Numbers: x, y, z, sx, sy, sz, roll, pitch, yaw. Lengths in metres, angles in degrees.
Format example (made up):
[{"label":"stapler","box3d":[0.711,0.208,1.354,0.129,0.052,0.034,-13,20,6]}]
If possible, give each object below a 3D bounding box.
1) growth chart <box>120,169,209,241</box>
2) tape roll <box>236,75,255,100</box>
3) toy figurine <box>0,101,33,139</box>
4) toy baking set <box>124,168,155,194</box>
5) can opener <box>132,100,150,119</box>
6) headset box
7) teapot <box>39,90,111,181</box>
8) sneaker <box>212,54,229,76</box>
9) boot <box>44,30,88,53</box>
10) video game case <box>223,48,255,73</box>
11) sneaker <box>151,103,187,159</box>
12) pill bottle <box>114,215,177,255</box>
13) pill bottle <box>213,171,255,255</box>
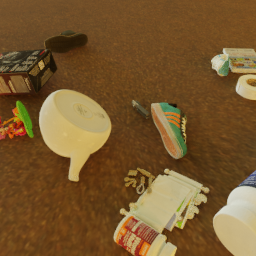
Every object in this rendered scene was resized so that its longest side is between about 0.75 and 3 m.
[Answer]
[{"label":"growth chart","box3d":[1.162,2.128,8.082,1.700,0.208,2.349,31,50,30]},{"label":"tape roll","box3d":[5.465,-1.792,12.253,1.356,0.474,1.356,0,42,0]},{"label":"toy figurine","box3d":[-4.334,-0.056,10.184,1.378,1.124,1.497,-23,70,-5]},{"label":"toy baking set","box3d":[0.397,1.640,8.638,1.114,0.130,0.855,20,46,34]},{"label":"can opener","box3d":[0.548,-0.791,11.277,0.370,0.295,1.106,-27,49,-25]},{"label":"headset box","box3d":[-4.924,-2.451,12.262,2.877,1.111,2.141,-1,40,17]},{"label":"teapot","box3d":[-1.930,0.045,9.295,2.487,1.840,2.519,37,28,-2]},{"label":"sneaker","box3d":[4.399,-2.985,13.419,0.777,0.736,1.924,1,29,24]},{"label":"boot","box3d":[-3.697,-4.867,15.523,2.439,0.945,1.687,-18,38,-34]},{"label":"video game case","box3d":[5.899,-3.481,14.351,1.596,0.201,2.229,2,42,2]},{"label":"sneaker","box3d":[1.684,-0.083,9.958,1.106,0.988,2.768,-11,42,-6]},{"label":"pill bottle","box3d":[0.419,2.822,6.883,1.415,0.775,0.775,26,48,26]},{"label":"pill bottle","box3d":[3.662,1.942,7.130,2.976,1.722,1.722,-28,49,-28]}]
